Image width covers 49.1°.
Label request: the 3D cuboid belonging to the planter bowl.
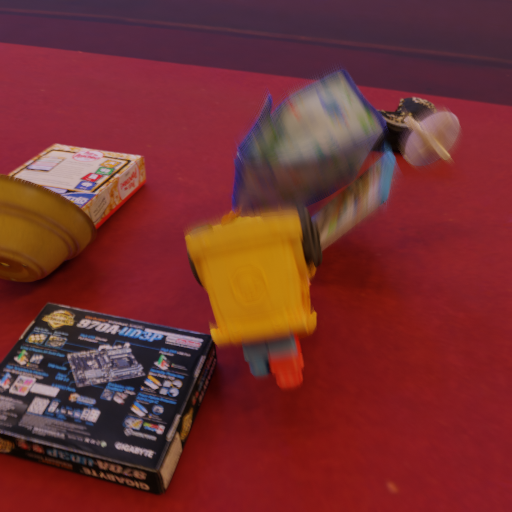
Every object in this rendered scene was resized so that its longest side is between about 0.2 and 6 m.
[{"bbox_3d":[-4.115,-0.252,9.507,2.562,2.562,1.067,5,64,6],"label":"planter bowl"}]

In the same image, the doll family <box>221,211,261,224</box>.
[{"bbox_3d":[-0.397,-0.271,9.577,0.915,1.475,0.665,7,40,-43],"label":"doll family"}]

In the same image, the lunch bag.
[{"bbox_3d":[0.704,-1.854,10.368,2.613,2.222,1.665,-31,75,-15],"label":"lunch bag"}]

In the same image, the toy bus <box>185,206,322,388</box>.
[{"bbox_3d":[0.213,0.640,7.998,1.678,2.472,2.373,-13,84,11],"label":"toy bus"}]

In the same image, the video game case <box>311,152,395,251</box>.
[{"bbox_3d":[1.530,-0.774,10.082,0.203,2.282,1.633,41,37,-10],"label":"video game case"}]

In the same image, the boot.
[{"bbox_3d":[3.409,-3.403,14.142,2.494,0.900,1.884,15,40,9],"label":"boot"}]

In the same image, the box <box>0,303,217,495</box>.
[{"bbox_3d":[-2.251,1.882,7.965,2.863,0.659,2.276,9,41,11],"label":"box"}]

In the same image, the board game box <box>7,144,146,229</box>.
[{"bbox_3d":[-3.951,-1.355,11.552,2.256,0.690,2.978,10,35,13],"label":"board game box"}]

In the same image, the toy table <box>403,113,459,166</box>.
[{"bbox_3d":[3.153,-2.117,10.200,1.037,1.128,0.661,38,25,17],"label":"toy table"}]
